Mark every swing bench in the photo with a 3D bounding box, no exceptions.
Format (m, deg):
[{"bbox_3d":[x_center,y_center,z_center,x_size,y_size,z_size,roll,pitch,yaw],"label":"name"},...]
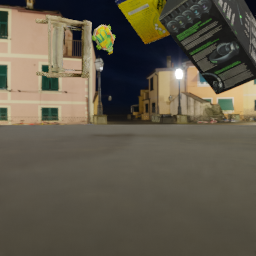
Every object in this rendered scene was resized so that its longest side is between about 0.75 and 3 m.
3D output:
[{"bbox_3d":[-2.281,-2.996,10.678,2.119,2.108,1.375,-6,16,-34],"label":"swing bench"}]

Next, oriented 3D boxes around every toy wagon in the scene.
[{"bbox_3d":[-0.921,-3.609,11.551,0.930,1.198,0.237,-43,31,-22],"label":"toy wagon"}]

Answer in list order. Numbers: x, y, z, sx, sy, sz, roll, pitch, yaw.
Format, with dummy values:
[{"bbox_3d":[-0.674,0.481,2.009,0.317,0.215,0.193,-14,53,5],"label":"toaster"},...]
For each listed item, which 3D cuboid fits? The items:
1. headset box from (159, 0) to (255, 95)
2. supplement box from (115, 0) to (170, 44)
[{"bbox_3d":[2.386,-2.969,7.822,1.391,2.611,2.998,-23,-56,40],"label":"headset box"},{"bbox_3d":[0.561,-3.666,8.607,0.977,0.971,1.784,-12,-37,32],"label":"supplement box"}]
